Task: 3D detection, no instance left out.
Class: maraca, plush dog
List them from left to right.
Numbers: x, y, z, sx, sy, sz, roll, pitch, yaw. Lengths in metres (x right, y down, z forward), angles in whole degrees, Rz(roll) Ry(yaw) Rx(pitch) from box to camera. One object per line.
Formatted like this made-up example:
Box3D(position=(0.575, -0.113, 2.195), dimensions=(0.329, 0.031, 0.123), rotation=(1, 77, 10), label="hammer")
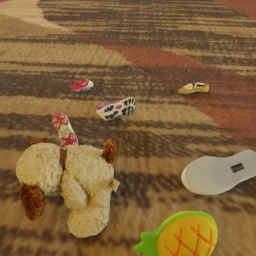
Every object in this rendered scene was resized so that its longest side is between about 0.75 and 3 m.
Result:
Box3D(position=(-1.231, 0.860, 5.445), dimensions=(1.778, 1.661, 2.070), rotation=(7, 37, -18), label="plush dog")
Box3D(position=(0.824, 1.892, 4.669), dimensions=(1.428, 0.979, 0.764), rotation=(-19, 16, -4), label="maraca")

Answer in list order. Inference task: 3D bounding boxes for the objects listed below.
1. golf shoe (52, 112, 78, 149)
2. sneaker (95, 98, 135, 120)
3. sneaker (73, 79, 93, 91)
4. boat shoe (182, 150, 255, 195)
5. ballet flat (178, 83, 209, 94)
Box3D(position=(-1.526, 0.204, 7.110), dimensions=(0.458, 0.556, 1.216), rotation=(-19, 80, -3), label="golf shoe")
Box3D(position=(-0.361, -0.654, 8.350), dimensions=(1.412, 0.569, 0.589), rotation=(-14, 29, -40), label="sneaker")
Box3D(position=(-1.511, -1.399, 9.443), dimensions=(0.858, 0.349, 0.379), rotation=(-3, -10, 37), label="sneaker")
Box3D(position=(1.929, 0.979, 6.031), dimensions=(2.170, 0.741, 0.801), rotation=(-14, 68, -33), label="boat shoe")
Box3D(position=(2.241, -1.385, 9.584), dimensions=(1.068, 0.337, 0.367), rotation=(-6, 33, -8), label="ballet flat")
